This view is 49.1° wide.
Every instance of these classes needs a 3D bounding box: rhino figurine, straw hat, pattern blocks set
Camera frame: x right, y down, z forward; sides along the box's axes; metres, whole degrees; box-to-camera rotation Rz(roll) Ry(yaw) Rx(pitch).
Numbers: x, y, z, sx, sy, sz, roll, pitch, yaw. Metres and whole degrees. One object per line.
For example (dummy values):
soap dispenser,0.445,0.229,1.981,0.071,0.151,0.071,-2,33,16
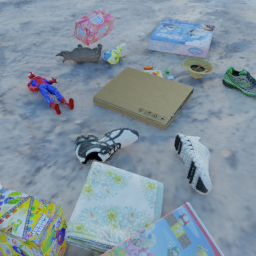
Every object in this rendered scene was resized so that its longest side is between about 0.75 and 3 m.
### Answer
rhino figurine,-2.062,-3.108,11.755,2.003,0.599,0.876,-4,42,-1
straw hat,2.653,-2.186,10.754,1.190,0.504,1.190,2,45,-2
pattern blocks set,0.886,-2.047,10.877,1.641,0.133,1.442,-12,43,-14

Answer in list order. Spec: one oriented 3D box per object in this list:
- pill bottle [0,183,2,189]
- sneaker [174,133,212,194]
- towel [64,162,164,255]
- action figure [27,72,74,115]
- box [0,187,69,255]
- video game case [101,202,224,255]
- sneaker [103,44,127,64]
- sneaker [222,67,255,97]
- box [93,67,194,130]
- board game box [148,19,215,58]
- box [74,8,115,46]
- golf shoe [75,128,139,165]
pill bottle,-3.749,1.632,5.873,2.091,1.158,1.158,-24,46,-24
sneaker,1.813,0.835,7.194,0.771,0.714,1.901,1,41,-12
towel,-0.191,1.710,5.910,1.775,0.499,2.073,21,39,-2
action figure,-2.855,-1.371,9.768,0.852,0.673,2.604,-31,47,-28
box,-1.913,1.979,5.329,1.273,1.321,0.806,12,42,14
video game case,0.513,2.780,4.713,2.790,0.243,1.995,-23,67,-24
sneaker,-0.593,-3.244,11.958,0.726,0.523,1.382,15,44,18
sneaker,4.218,-1.646,9.965,1.707,0.727,0.666,27,48,27
box,0.557,-1.150,9.652,2.785,0.296,2.277,22,48,24
board game box,2.553,-4.249,13.072,2.602,0.564,2.589,13,44,14
box,-1.190,-3.619,10.023,0.725,0.669,1.414,38,53,10
golf shoe,-0.519,0.546,7.583,1.790,0.696,0.846,-13,53,-5
